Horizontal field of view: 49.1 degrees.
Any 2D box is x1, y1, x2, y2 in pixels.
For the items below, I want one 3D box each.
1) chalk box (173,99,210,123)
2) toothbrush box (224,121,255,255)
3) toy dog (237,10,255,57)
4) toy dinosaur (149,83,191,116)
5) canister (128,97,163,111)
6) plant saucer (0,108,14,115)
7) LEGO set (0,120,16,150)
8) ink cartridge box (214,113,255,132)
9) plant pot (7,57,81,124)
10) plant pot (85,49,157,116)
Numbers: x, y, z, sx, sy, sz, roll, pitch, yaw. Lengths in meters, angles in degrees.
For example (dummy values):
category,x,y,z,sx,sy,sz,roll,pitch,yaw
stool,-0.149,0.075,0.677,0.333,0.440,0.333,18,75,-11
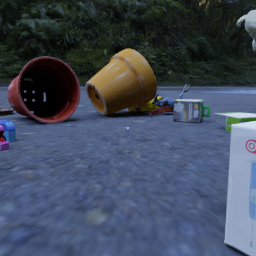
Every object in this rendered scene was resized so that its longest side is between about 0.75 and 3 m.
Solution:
category,x,y,z,sx,sy,sz,roll,pitch,yaw
chalk box,1.901,-0.509,8.253,1.018,0.634,0.630,5,11,21
toothbrush box,2.079,0.411,1.997,2.261,0.973,1.646,-9,13,-34
toy dog,3.910,-2.657,8.027,1.386,0.998,1.430,-3,-30,29
toy dinosaur,1.681,-0.700,10.073,1.652,1.820,0.956,24,-25,-2
canister,0.692,-0.929,10.926,1.220,0.528,0.906,2,14,22
plant saucer,-4.618,-0.576,9.948,1.114,0.179,1.114,0,9,0
LEGO set,-3.040,-0.176,5.598,2.154,0.884,0.821,4,10,23
ink cartridge box,2.706,-0.133,6.752,0.798,0.409,1.079,-3,9,-14
plant pot,-2.703,-1.050,8.529,1.868,1.868,1.817,-8,5,-38
plant pot,-0.350,-1.402,9.628,1.848,2.019,2.019,-33,24,-23
